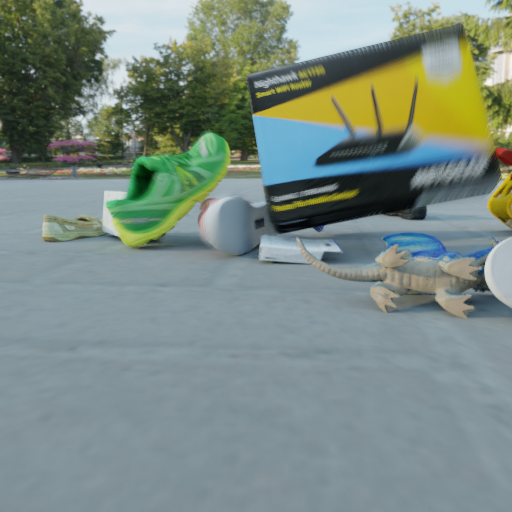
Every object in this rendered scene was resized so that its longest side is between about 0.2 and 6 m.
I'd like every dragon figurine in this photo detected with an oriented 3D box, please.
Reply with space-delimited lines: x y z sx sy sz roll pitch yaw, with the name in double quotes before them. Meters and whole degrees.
"dragon figurine" 1.720 0.148 6.133 2.463 0.725 1.224 3 10 15

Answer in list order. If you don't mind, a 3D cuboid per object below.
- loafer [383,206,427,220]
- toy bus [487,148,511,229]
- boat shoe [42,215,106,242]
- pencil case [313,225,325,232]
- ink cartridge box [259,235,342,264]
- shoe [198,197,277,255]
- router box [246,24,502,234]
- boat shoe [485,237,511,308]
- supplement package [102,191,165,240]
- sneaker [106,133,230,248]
"loafer" 3.974 -1.475 15.412 0.771 0.797 2.271 -2 10 -14
"toy bus" 5.610 -1.004 11.346 2.366 1.223 2.233 29 13 -43
"boat shoe" -3.596 -0.639 11.295 0.618 0.533 1.695 5 11 29
"pencil case" 1.922 -1.599 11.332 2.638 1.030 1.146 -37 -7 7
"ink cartridge box" 0.678 -0.094 8.898 1.249 0.254 1.246 3 10 2
"shoe" -0.582 -0.555 9.762 1.201 0.944 2.641 1 7 22
"router box" 1.784 -1.988 9.100 3.532 2.635 0.902 -11 -13 8
"boat shoe" 3.556 0.265 5.371 2.747 0.943 0.778 2 -10 5
"supplement package" -2.414 -0.813 11.026 0.853 0.856 1.460 3 6 -30
"sneaker" -1.515 -1.437 10.180 1.093 1.233 2.950 -3 39 46
